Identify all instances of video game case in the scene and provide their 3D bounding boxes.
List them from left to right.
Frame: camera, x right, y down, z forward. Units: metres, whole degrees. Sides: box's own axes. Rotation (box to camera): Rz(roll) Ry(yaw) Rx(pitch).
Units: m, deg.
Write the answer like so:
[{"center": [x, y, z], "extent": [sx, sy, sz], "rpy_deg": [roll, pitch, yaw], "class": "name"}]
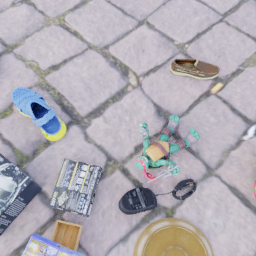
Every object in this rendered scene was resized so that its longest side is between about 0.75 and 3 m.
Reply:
[{"center": [-2.306, 4.286, 8.149], "extent": [1.895, 0.431, 1.718], "rpy_deg": [26, 81, -4], "class": "video game case"}]

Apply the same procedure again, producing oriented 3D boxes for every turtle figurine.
[{"center": [1.109, 0.712, 9.800], "extent": [2.794, 1.407, 2.092], "rpy_deg": [-35, 78, -30], "class": "turtle figurine"}]

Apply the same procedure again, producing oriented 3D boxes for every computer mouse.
[{"center": [1.052, 2.354, 9.642], "extent": [2.860, 0.487, 0.838], "rpy_deg": [-11, 53, -11], "class": "computer mouse"}]

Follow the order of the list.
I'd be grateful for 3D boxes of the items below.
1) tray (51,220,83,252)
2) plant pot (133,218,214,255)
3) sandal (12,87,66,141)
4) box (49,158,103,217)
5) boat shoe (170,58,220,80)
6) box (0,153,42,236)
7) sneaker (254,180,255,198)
[{"center": [-2.088, 3.922, 8.914], "extent": [0.859, 0.323, 1.742], "rpy_deg": [11, 66, 5], "class": "tray"}, {"center": [1.465, 4.159, 8.780], "extent": [2.638, 0.363, 2.638], "rpy_deg": [0, 64, 0], "class": "plant pot"}, {"center": [-3.447, -0.740, 10.626], "extent": [2.746, 1.196, 1.092], "rpy_deg": [38, 72, 18], "class": "sandal"}, {"center": [-1.772, 2.023, 9.615], "extent": [1.390, 0.424, 1.725], "rpy_deg": [12, 71, 7], "class": "box"}, {"center": [2.832, -2.514, 11.666], "extent": [2.077, 0.768, 0.767], "rpy_deg": [3, 65, 1], "class": "boat shoe"}, {"center": [-4.399, 2.064, 9.270], "extent": [2.056, 1.274, 2.021], "rpy_deg": [34, 68, 15], "class": "box"}, {"center": [4.987, 1.668, 9.619], "extent": [1.046, 0.959, 2.498], "rpy_deg": [12, 67, 10], "class": "sneaker"}]
